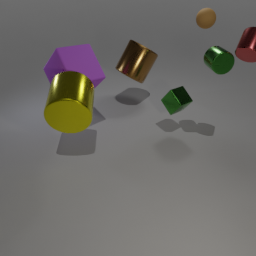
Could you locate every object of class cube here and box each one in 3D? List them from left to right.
[{"bbox_3d":[-1.931,-1.976,10.037,1.400,1.400,1.400,-22,-6,-39],"label":"cube"},{"bbox_3d":[1.788,-1.010,10.286,0.700,0.700,0.700,-22,75,-35],"label":"cube"}]

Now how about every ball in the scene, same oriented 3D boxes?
[{"bbox_3d":[2.796,-3.924,10.034,0.700,0.700,0.700,0,31,0],"label":"ball"}]

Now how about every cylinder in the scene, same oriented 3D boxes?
[{"bbox_3d":[-1.766,-0.793,8.621,1.400,1.400,1.400,-1,46,-2],"label":"cylinder"},{"bbox_3d":[0.375,-2.880,12.184,1.400,1.400,1.400,28,13,-7],"label":"cylinder"},{"bbox_3d":[2.760,-2.069,8.528,0.700,0.700,0.700,-4,31,-7],"label":"cylinder"},{"bbox_3d":[3.420,-2.293,7.741,0.700,0.700,0.700,20,79,29],"label":"cylinder"}]
